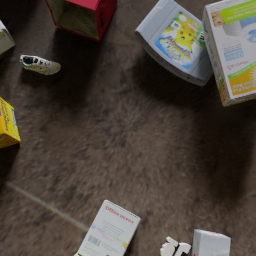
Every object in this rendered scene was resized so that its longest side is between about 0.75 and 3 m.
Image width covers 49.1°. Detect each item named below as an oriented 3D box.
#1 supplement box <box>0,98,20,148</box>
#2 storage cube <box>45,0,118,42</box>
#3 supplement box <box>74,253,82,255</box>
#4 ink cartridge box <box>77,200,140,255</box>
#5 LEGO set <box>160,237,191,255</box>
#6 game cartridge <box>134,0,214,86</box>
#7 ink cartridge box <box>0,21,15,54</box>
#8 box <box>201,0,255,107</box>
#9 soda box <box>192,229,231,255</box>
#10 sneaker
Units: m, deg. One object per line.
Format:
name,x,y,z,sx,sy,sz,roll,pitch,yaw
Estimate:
supplement box,-4.550,0.060,8.239,2.205,1.208,1.200,-17,77,-5
storage cube,-1.410,-4.201,9.084,1.957,1.672,1.759,20,75,5
supplement box,-1.176,4.100,7.099,1.459,1.457,0.979,42,80,10
ink cartridge box,-0.491,2.961,7.804,1.138,0.646,1.561,27,77,7
LEGO set,0.550,4.093,7.319,1.150,1.069,2.803,31,77,7
game cartridge,1.731,-2.751,9.108,2.856,0.578,1.904,36,82,-1
ink cartridge box,-5.201,-3.399,9.201,1.805,1.023,2.462,-34,78,-8
box,3.221,-2.155,8.049,1.539,1.387,2.736,-14,85,10
soda box,2.112,4.063,7.461,0.833,0.774,2.441,10,76,3
sneaker,-2.874,-2.076,9.162,1.343,0.487,0.483,10,75,1
